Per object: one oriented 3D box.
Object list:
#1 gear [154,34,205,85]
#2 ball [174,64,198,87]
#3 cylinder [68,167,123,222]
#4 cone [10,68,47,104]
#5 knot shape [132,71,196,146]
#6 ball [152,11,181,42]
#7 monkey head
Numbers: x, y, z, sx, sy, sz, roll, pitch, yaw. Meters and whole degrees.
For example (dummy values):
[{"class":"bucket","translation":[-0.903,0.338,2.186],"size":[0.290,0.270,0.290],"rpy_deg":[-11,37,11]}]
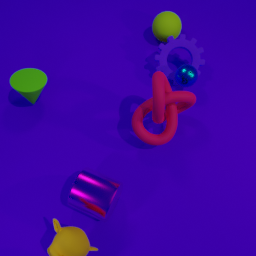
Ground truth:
[{"class":"gear","translation":[1.698,-2.242,9.282],"size":[1.608,0.297,1.608],"rpy_deg":[0,97,4]},{"class":"ball","translation":[1.830,-1.645,8.817],"size":[0.726,0.726,0.726],"rpy_deg":[0,64,0]},{"class":"cylinder","translation":[-0.832,1.727,7.323],"size":[1.095,1.095,1.095],"rpy_deg":[22,66,10]},{"class":"cone","translation":[-2.989,-1.097,8.656],"size":[1.051,1.054,1.051],"rpy_deg":[4,50,-5]},{"class":"knot shape","translation":[1.123,-0.578,8.034],"size":[1.915,2.046,0.946],"rpy_deg":[-12,32,-40]},{"class":"ball","translation":[1.385,-3.613,10.015],"size":[1.037,1.037,1.037],"rpy_deg":[0,64,0]},{"class":"monkey head","translation":[-1.399,2.692,6.457],"size":[1.381,0.994,0.832],"rpy_deg":[45,56,-22]}]
